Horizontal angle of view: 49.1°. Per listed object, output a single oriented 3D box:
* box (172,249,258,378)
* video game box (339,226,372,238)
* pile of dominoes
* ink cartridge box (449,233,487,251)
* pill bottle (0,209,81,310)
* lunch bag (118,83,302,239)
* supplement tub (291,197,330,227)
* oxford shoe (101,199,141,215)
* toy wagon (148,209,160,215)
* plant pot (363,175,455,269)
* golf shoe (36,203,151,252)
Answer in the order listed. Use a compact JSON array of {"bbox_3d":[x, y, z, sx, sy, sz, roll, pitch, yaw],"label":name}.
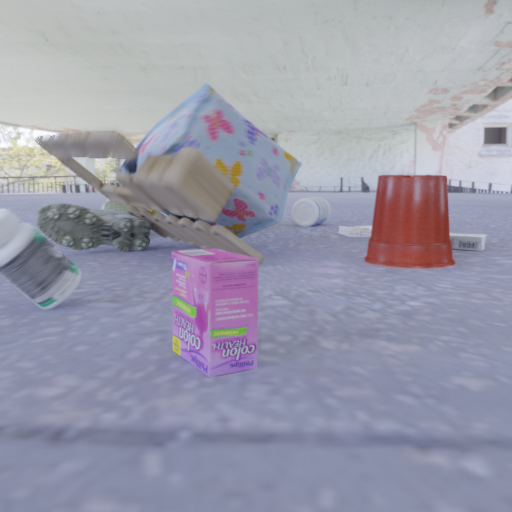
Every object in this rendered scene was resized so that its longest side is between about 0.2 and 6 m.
[{"bbox_3d":[-0.310,0.372,4.007,0.379,0.784,0.689,-4,9,-29],"label":"box"},{"bbox_3d":[2.355,-0.547,12.564,0.798,0.205,0.876,1,8,-7],"label":"video game box"},{"bbox_3d":[-1.650,-1.115,8.846,2.902,0.593,3.724,41,-16,-35],"label":"pile of dominoes"},{"bbox_3d":[3.832,-0.279,10.592,0.949,0.333,1.168,4,2,28],"label":"ink cartridge box"},{"bbox_3d":[-2.244,0.035,5.468,0.550,0.972,0.550,-26,36,20],"label":"pill bottle"},{"bbox_3d":[-0.945,-1.289,9.693,2.224,1.667,2.623,36,-30,-27],"label":"lunch bag"},{"bbox_3d":[1.495,-1.196,15.156,0.769,0.769,1.165,4,9,26],"label":"supplement tub"},{"bbox_3d":[-3.064,-0.862,12.670,1.009,0.775,2.684,20,13,-20],"label":"oxford shoe"},{"bbox_3d":[-1.331,-1.356,13.937,3.058,0.605,2.373,-2,-15,25],"label":"toy wagon"},{"bbox_3d":[2.375,-0.572,8.647,1.390,1.352,1.390,0,8,0],"label":"plant pot"},{"bbox_3d":[-2.881,-0.519,9.875,1.969,0.771,0.957,12,11,-29],"label":"golf shoe"}]
